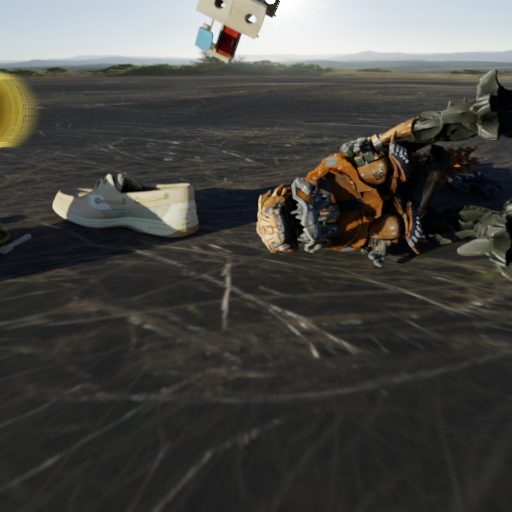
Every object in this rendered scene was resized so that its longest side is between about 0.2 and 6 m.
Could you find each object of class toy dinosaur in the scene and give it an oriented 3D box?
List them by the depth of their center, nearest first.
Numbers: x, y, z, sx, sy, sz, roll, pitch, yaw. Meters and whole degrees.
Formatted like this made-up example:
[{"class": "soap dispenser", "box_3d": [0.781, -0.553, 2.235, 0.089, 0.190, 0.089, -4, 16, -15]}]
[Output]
[{"class": "toy dinosaur", "box_3d": [2.372, -1.309, 8.982, 3.601, 2.710, 5.305, -1, 37, 44]}]

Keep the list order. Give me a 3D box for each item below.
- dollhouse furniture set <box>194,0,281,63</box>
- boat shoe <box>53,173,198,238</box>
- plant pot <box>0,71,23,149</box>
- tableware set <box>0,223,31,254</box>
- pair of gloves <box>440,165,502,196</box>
[{"class": "dollhouse furniture set", "box_3d": [-0.400, -3.996, 9.791, 1.140, 1.627, 1.147, 27, 46, -1]}, {"class": "boat shoe", "box_3d": [-2.360, -1.026, 9.949, 2.950, 0.958, 1.064, 10, 24, 24]}, {"class": "plant pot", "box_3d": [-3.266, -1.728, 6.544, 1.007, 1.007, 0.948, -8, 17, -20]}, {"class": "tableware set", "box_3d": [-5.208, -0.268, 8.781, 2.785, 0.427, 1.876, 4, 22, 10]}, {"class": "pair of gloves", "box_3d": [3.641, -1.729, 12.545, 3.192, 0.395, 2.844, 1, 20, -4]}]
